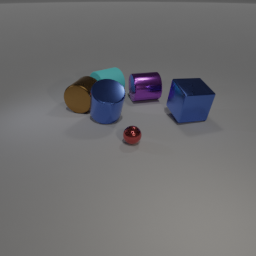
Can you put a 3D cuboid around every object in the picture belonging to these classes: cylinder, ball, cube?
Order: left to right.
[{"bbox_3d":[-2.111,-1.599,13.296,1.400,1.400,1.400,7,29,14],"label":"cylinder"},{"bbox_3d":[-0.896,-1.114,11.878,1.400,1.400,1.400,5,55,-8],"label":"cylinder"},{"bbox_3d":[-1.107,-2.392,14.806,1.400,1.400,1.400,-21,34,-35],"label":"cylinder"},{"bbox_3d":[0.161,0.260,10.499,0.700,0.700,0.700,0,28,0],"label":"ball"},{"bbox_3d":[0.858,-2.101,14.246,1.400,1.400,1.400,-7,28,-12],"label":"cylinder"},{"bbox_3d":[2.675,-1.223,12.171,1.400,1.400,1.400,-5,40,-17],"label":"cube"}]
